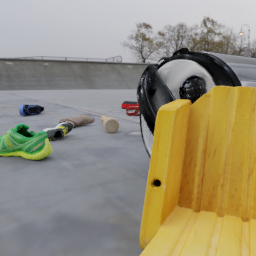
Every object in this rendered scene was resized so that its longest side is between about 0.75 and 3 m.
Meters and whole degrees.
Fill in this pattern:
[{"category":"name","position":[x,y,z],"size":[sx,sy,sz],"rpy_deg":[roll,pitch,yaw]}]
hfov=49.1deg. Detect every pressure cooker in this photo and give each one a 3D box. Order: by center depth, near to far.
[{"category":"pressure cooker","position":[1.211,-0.181,4.263],"size":[2.226,1.988,1.958],"rpy_deg":[-4,11,-33]}]

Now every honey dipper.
[{"category":"honey dipper","position":[-0.705,-0.216,9.352],"size":[0.446,0.446,2.350],"rpy_deg":[-2,8,-12]}]

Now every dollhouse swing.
[{"category":"dollhouse swing","position":[1.099,0.385,1.940],"size":[2.175,1.976,1.912],"rpy_deg":[5,-10,24]}]

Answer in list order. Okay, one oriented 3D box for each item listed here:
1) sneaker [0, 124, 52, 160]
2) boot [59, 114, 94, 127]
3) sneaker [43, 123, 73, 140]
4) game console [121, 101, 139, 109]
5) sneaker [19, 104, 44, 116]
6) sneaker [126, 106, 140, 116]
[{"category":"sneaker","position":[-2.265,0.238,5.776],"size":[1.629,0.681,0.603],"rpy_deg":[3,11,20]},{"category":"boot","position":[-1.753,-0.186,9.424],"size":[1.099,0.386,0.803],"rpy_deg":[0,16,7]},{"category":"sneaker","position":[-1.818,0.136,7.554],"size":[0.426,0.375,1.006],"rpy_deg":[13,24,32]},{"category":"game console","position":[0.567,-1.307,16.261],"size":[1.812,0.318,2.049],"rpy_deg":[5,10,3]},{"category":"sneaker","position":[-4.337,-0.845,12.668],"size":[0.575,0.518,1.476],"rpy_deg":[-6,7,10]},{"category":"sneaker","position":[0.654,-0.834,12.579],"size":[1.413,0.554,0.817],"rpy_deg":[3,11,11]}]
